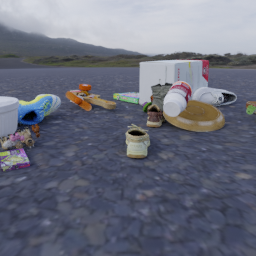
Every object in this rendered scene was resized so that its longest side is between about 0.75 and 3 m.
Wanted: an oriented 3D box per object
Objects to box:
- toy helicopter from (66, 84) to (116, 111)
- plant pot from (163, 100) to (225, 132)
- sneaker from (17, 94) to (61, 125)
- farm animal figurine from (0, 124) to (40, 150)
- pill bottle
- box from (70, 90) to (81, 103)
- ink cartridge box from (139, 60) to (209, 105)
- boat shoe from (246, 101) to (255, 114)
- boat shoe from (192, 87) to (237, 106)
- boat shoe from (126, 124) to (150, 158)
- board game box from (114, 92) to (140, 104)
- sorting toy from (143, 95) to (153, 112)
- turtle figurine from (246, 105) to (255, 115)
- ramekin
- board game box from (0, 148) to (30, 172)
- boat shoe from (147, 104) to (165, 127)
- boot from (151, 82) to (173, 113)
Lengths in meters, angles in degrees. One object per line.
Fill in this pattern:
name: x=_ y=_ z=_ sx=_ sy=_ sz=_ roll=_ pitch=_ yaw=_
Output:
toy helicopter: x=-1.719 y=-1.303 z=13.004 sx=2.547 sy=1.005 sz=1.684 roll=18 pitch=19 yaw=28
plant pot: x=2.440 y=-0.555 z=10.328 sx=2.267 sy=0.311 sz=2.267 roll=3 pitch=30 yaw=-2
sneaker: x=-3.421 y=-0.612 z=10.829 sx=1.295 sy=0.934 sz=2.466 roll=28 pitch=35 yaw=34
farm animal figurine: x=-2.943 y=0.354 z=7.731 sx=0.918 sy=0.572 sz=1.137 roll=-14 pitch=11 yaw=28
pill bottle: x=1.578 y=-0.926 z=9.012 sx=0.726 sy=0.726 sz=1.285 roll=7 pitch=38 yaw=24
box: x=-2.627 y=-1.623 z=14.700 sx=0.519 sy=0.609 sz=0.952 roll=-9 pitch=18 yaw=-31
ink cartridge box: x=2.296 y=-2.248 z=13.961 sx=2.166 sy=2.176 sz=2.995 roll=14 pitch=21 yaw=43
boat shoe: x=6.269 y=-0.960 z=11.617 sx=2.563 sy=0.947 sz=0.970 roll=15 pitch=21 yaw=43
boat shoe: x=4.331 y=-1.468 z=13.844 sx=2.643 sy=0.952 sz=0.906 roll=1 pitch=11 yaw=-35
boat shoe: x=0.287 y=0.258 z=7.812 sx=0.703 sy=0.601 sz=1.918 roll=0 pitch=15 yaw=-1
board game box: x=0.391 y=-1.682 z=15.474 sx=1.431 sy=0.310 sz=2.127 roll=-10 pitch=18 yaw=-37
sorting toy: x=0.977 y=-1.140 z=12.550 sx=1.097 sy=0.659 sz=0.450 roll=-34 pitch=63 yaw=-24
turtle figurine: x=5.380 y=-0.850 z=10.668 sx=1.540 sy=1.143 sz=1.588 roll=-24 pitch=8 yaw=-35
ramekin: x=-4.623 y=-0.277 z=8.794 sx=2.398 sy=1.117 sz=2.398 roll=0 pitch=15 yaw=0
board game box: x=-2.810 y=0.764 z=6.853 sx=0.634 sy=0.171 sz=1.057 roll=-12 pitch=19 yaw=-25
boat shoe: x=1.054 y=-0.566 z=10.676 sx=0.686 sy=0.684 sz=1.901 roll=3 pitch=16 yaw=12
boot: x=1.859 y=-1.130 z=11.430 sx=2.100 sy=1.372 sz=0.711 roll=8 pitch=18 yaw=27
